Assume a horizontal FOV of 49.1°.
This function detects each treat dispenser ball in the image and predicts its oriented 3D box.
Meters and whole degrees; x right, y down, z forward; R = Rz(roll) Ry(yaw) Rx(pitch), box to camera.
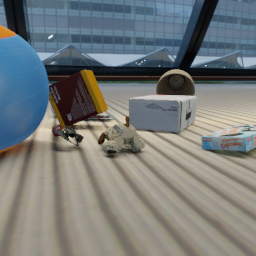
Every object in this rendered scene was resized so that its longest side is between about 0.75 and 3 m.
[{"bbox_3d":[-3.071,-0.802,5.871,2.759,2.759,2.759,0,11,0],"label":"treat dispenser ball"}]

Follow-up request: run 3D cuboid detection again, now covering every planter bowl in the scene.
[{"bbox_3d":[2.047,-1.830,11.953,1.602,1.602,1.078,2,36,11],"label":"planter bowl"}]

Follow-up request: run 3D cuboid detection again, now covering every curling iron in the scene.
[{"bbox_3d":[-1.701,0.128,7.137,0.626,0.323,2.526,35,-12,-22],"label":"curling iron"}]

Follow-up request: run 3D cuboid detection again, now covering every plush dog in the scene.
[{"bbox_3d":[-0.204,0.143,6.167,0.982,0.788,0.844,-5,3,-31],"label":"plush dog"}]

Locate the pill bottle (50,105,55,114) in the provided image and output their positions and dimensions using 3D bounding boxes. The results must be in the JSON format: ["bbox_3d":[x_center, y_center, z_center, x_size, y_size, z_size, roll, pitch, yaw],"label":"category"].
[{"bbox_3d":[-2.573,-0.905,11.346,0.756,0.756,1.450,0,7,2],"label":"pill bottle"}]

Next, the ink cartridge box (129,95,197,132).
[{"bbox_3d":[1.185,-0.547,9.060,1.634,0.949,2.265,5,10,24],"label":"ink cartridge box"}]

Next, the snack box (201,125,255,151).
[{"bbox_3d":[2.625,0.200,6.505,1.776,0.329,1.032,-12,7,-43],"label":"snack box"}]

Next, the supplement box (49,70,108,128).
[{"bbox_3d":[-1.590,-0.907,8.770,1.399,1.380,0.929,-22,7,10],"label":"supplement box"}]

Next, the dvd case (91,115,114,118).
[{"bbox_3d":[-1.120,-0.421,10.306,1.092,0.120,0.797,-1,3,10],"label":"dvd case"}]
